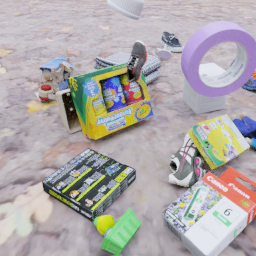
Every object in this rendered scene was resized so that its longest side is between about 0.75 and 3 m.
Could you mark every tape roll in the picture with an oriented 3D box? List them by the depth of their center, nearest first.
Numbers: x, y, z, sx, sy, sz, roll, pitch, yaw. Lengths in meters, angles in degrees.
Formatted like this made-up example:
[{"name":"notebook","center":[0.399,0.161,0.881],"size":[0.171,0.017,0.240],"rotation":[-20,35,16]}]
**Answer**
[{"name":"tape roll","center":[2.788,-2.064,8.614],"size":[2.201,2.201,0.722],"rotation":[-3,39,-5]}]

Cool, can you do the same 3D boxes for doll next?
[{"name":"doll","center":[4.718,0.249,9.902],"size":[1.672,0.594,2.450],"rotation":[-12,35,-14]}]

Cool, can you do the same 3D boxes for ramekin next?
[{"name":"ramekin","center":[-0.045,-4.206,9.396],"size":[1.208,0.634,1.208],"rotation":[22,29,-13]}]

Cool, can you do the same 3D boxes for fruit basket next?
[{"name":"fruit basket","center":[-0.351,2.350,6.664],"size":[1.080,0.779,1.080],"rotation":[11,42,-10]}]

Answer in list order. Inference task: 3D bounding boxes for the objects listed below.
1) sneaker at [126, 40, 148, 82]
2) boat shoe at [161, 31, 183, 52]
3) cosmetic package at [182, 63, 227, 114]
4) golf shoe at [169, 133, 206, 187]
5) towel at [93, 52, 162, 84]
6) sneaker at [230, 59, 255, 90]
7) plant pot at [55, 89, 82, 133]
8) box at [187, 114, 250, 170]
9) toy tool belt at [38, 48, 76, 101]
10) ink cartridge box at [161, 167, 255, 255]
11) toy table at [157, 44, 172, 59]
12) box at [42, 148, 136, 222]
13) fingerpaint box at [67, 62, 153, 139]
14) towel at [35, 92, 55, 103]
[{"name":"sneaker","center":[0.190,-1.666,7.230],"size":[0.438,1.136,0.465],"rotation":[23,36,23]},{"name":"boat shoe","center":[2.978,-5.925,19.014],"size":[0.970,0.917,2.704],"rotation":[-8,34,-12]},{"name":"cosmetic package","center":[3.276,-1.704,11.900],"size":[1.368,1.660,1.369],"rotation":[-10,35,-15]},{"name":"golf shoe","center":[1.803,0.859,8.750],"size":[1.040,0.912,2.362],"rotation":[-2,32,10]},{"name":"towel","center":[-0.074,-3.089,14.388],"size":[2.936,1.257,2.431],"rotation":[20,37,28]},{"name":"sneaker","center":[5.933,-2.664,13.926],"size":[1.012,1.054,2.687],"rotation":[-15,36,-20]},{"name":"plant pot","center":[-2.017,-0.917,10.970],"size":[1.560,1.561,1.382],"rotation":[-21,27,-29]},{"name":"box","center":[2.786,0.398,8.653],"size":[2.361,0.571,1.385],"rotation":[-12,66,-49]},{"name":"toy tool belt","center":[-3.368,-2.576,12.947],"size":[1.757,1.730,2.815],"rotation":[11,30,7]},{"name":"ink cartridge box","center":[2.245,1.874,6.879],"size":[2.597,0.654,1.415],"rotation":[-34,45,-20]},{"name":"toy table","center":[2.223,-4.674,17.305],"size":[0.929,0.854,0.544],"rotation":[18,46,-17]},{"name":"box","center":[-1.089,1.509,8.118],"size":[1.931,0.475,1.999],"rotation":[22,39,27]},{"name":"fingerpaint box","center":[-0.557,-1.105,10.318],"size":[2.698,2.251,0.989],"rotation":[-22,15,-31]},{"name":"towel","center":[-3.845,-1.480,12.917],"size":[0.698,0.182,1.053],"rotation":[-17,37,-26]}]
